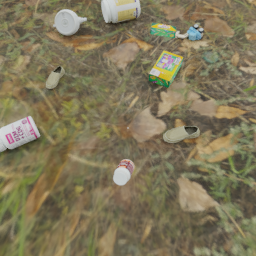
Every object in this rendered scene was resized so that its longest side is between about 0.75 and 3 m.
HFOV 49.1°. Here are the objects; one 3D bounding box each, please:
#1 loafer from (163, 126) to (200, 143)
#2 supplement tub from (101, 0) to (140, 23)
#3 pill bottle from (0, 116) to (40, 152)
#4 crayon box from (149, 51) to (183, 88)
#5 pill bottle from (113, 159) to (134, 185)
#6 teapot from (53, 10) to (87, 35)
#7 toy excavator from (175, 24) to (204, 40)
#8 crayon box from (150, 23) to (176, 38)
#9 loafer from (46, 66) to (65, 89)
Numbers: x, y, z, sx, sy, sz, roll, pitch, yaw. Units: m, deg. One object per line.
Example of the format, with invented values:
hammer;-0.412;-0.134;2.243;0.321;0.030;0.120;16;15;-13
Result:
loafer;1.980;0.167;10.338;1.412;0.482;0.534;-12;59;-8
supplement tub;-0.356;-5.844;13.681;1.669;1.213;1.213;-16;59;-11
pill bottle;-4.043;0.240;10.078;1.502;0.852;0.852;-25;61;-14
crayon box;1.645;-2.550;12.055;0.944;0.463;1.590;24;61;14
pill bottle;-0.120;1.237;7.831;0.462;0.462;0.810;14;20;9
teapot;-2.837;-5.027;13.374;1.247;1.231;0.911;35;25;-2
toy excavator;2.907;-4.436;13.269;1.051;0.525;1.022;-37;63;-11
crayon box;1.330;-3.685;10.568;0.946;0.276;0.562;11;38;2
loafer;-3.116;-2.176;11.850;0.461;0.416;1.219;18;60;11
